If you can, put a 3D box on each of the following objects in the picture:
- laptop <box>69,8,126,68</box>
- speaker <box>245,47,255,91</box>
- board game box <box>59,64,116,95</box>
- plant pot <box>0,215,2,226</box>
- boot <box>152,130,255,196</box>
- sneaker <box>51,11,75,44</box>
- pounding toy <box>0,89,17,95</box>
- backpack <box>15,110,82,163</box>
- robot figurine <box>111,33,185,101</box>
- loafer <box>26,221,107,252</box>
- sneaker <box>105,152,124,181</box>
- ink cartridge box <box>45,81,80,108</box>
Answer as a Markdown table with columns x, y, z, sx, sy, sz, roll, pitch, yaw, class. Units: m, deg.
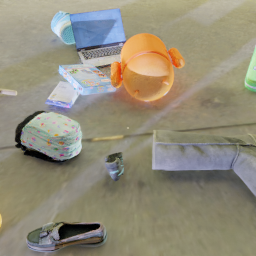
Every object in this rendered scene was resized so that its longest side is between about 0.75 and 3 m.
| x | y | z | sx | sy | sz | roll | pitch | yaw | class |
| --- | --- | --- | --- | --- | --- | --- | --- | --- | --- |
| -1.010 | -3.699 | 11.463 | 2.210 | 1.368 | 2.360 | -14 | 44 | -14 | laptop |
| 4.487 | -2.105 | 9.409 | 0.759 | 1.717 | 0.759 | 0 | 42 | 0 | speaker |
| -1.429 | -1.754 | 9.842 | 1.330 | 0.322 | 1.758 | -13 | 40 | -36 | board game box |
| -3.186 | 1.801 | 5.701 | 0.926 | 0.848 | 0.926 | 0 | 42 | 0 | plant pot |
| 1.954 | 0.834 | 6.679 | 2.754 | 0.999 | 2.504 | 6 | 28 | -3 | boot |
| -2.268 | -5.025 | 13.123 | 2.870 | 1.142 | 1.874 | -28 | 50 | -29 | sneaker |
| -5.292 | -1.411 | 9.059 | 2.011 | 1.553 | 2.185 | 30 | 60 | 30 | pounding toy |
| -1.995 | 0.199 | 7.372 | 1.613 | 1.021 | 1.346 | 22 | 44 | 19 | backpack |
| 0.583 | -2.031 | 9.397 | 2.090 | 1.695 | 2.906 | 13 | 38 | -15 | robot figurine |
| -1.242 | 2.087 | 5.635 | 1.624 | 0.511 | 0.584 | -3 | 42 | -3 | loafer |
| -0.327 | 0.919 | 6.853 | 0.463 | 0.487 | 1.228 | -16 | 7 | 6 | sneaker |
| -2.128 | -1.073 | 9.342 | 0.784 | 0.276 | 1.313 | 10 | 40 | 7 | ink cartridge box |
